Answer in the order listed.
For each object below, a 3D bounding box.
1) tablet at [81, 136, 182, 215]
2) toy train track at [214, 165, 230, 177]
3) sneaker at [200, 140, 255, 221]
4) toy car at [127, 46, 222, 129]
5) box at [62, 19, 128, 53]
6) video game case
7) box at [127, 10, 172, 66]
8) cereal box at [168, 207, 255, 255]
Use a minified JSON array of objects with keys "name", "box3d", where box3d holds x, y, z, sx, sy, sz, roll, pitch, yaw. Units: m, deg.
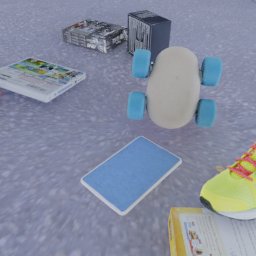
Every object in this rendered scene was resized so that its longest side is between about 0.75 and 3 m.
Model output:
[{"name":"tablet","box3d":[0.121,1.008,6.630,1.404,0.147,2.157,30,48,32]},{"name":"toy train track","box3d":[2.535,0.972,6.638,1.167,0.190,0.669,-17,40,-24]},{"name":"sneaker","box3d":[2.541,0.670,5.287,2.852,1.288,1.115,-21,24,-18]},{"name":"toy car","box3d":[1.254,-1.066,8.167,2.232,2.142,2.422,7,3,5]},{"name":"box","box3d":[-1.464,-4.360,13.055,2.506,0.624,1.977,20,43,24]},{"name":"video game case","box3d":[-3.156,-1.770,9.738,2.551,0.281,2.325,18,35,17]},{"name":"box","box3d":[0.821,-3.646,11.319,1.030,1.671,1.658,-21,43,-24]},{"name":"cereal box","box3d":[2.205,2.338,4.578,2.913,0.576,2.096,2,38,1]}]
